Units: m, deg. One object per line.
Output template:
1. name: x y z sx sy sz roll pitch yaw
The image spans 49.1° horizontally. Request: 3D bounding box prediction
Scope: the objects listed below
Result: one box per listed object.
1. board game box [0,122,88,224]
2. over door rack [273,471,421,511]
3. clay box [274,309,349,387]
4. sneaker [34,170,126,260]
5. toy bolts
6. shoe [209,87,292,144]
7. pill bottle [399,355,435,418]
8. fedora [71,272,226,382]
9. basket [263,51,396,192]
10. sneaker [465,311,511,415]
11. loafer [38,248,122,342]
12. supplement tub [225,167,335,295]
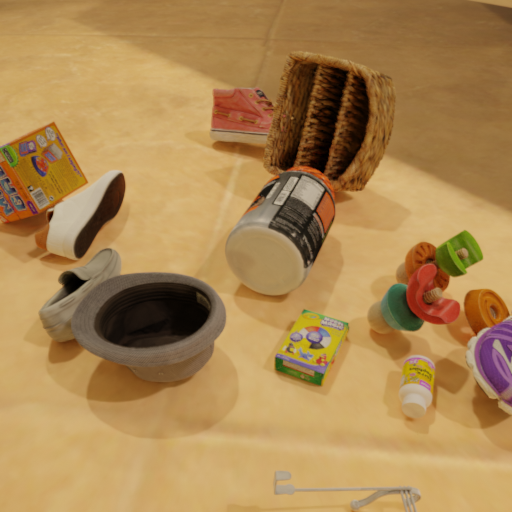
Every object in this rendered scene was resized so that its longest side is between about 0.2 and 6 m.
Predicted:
1. board game box: -4.445 -1.609 10.931 1.346 1.347 1.346 -8 27 38
2. over door rack: 0.985 2.966 5.691 1.754 0.584 1.296 11 36 -13
3. clay box: 0.864 1.271 8.296 0.751 0.311 1.306 16 40 19
4. sneaker: -3.377 -0.955 10.783 1.053 0.906 2.488 11 39 10
5. toy bolts: 2.686 0.772 8.645 1.960 1.359 1.872 -22 82 -41
6. shoe: 0.211 -3.367 13.428 2.822 1.284 1.008 7 17 18
7. pill bottle: 2.159 1.763 7.538 0.431 0.431 0.826 11 38 14
8. fedora: -1.426 1.103 7.968 2.126 0.960 1.880 1 35 10
9. basket: 1.521 -2.595 11.217 1.860 2.497 1.782 2 19 -44
10. sneaker: 3.837 1.078 7.655 2.652 1.106 1.069 -34 76 -36
11. loafer: -2.763 0.459 8.942 0.721 0.720 2.063 -16 31 21
12. supplement tub: 0.529 -0.537 9.781 1.454 1.454 2.373 13 38 16
